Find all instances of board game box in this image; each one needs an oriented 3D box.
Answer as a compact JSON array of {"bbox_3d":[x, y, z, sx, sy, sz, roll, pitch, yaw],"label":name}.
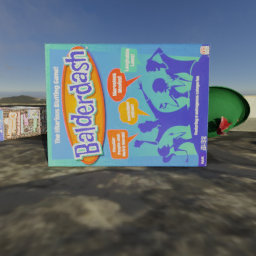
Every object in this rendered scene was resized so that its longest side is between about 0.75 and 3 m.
[{"bbox_3d":[-3.820,-0.199,9.116,1.500,0.911,1.882,4,8,33],"label":"board game box"},{"bbox_3d":[-0.012,-0.419,5.352,2.970,2.259,0.668,-1,6,1],"label":"board game box"}]

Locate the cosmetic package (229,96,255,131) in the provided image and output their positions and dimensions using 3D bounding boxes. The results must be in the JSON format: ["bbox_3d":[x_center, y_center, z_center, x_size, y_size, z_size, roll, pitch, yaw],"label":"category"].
[{"bbox_3d":[3.611,-0.506,10.009,2.447,0.894,1.267,3,-23,11],"label":"cosmetic package"}]

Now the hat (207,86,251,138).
[{"bbox_3d":[2.511,0.195,8.381,2.135,2.268,2.577,-22,-47,39],"label":"hat"}]
